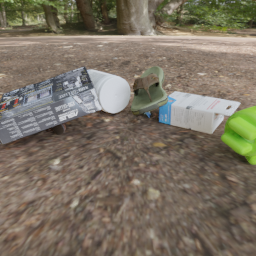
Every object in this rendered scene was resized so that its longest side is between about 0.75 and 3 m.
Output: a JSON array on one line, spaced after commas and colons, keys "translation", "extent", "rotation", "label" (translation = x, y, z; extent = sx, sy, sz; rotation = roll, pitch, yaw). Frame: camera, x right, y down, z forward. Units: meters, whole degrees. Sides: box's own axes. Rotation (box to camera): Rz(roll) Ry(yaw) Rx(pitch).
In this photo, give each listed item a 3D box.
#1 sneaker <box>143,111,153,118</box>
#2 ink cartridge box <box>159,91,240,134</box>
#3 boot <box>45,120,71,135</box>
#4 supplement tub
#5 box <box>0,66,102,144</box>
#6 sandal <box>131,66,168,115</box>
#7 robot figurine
[{"translation": [0.443, -0.556, 9.179], "extent": [0.412, 0.359, 0.917], "rotation": [-48, 50, -2], "label": "sneaker"}, {"translation": [2.086, -0.456, 8.271], "extent": [2.063, 0.688, 1.195], "rotation": [15, 30, 30], "label": "ink cartridge box"}, {"translation": [-1.595, -0.347, 7.867], "extent": [1.374, 0.441, 1.281], "rotation": [-32, 25, -31], "label": "boot"}, {"translation": [-0.920, -1.305, 9.690], "extent": [1.244, 1.244, 1.885], "rotation": [-14, 25, -31], "label": "supplement tub"}, {"translation": [-2.117, -0.726, 7.492], "extent": [2.570, 0.639, 2.027], "rotation": [-20, 31, -6], "label": "box"}, {"translation": [0.535, -1.268, 8.456], "extent": [1.122, 0.806, 2.825], "rotation": [-21, 31, 17], "label": "sandal"}, {"translation": [2.750, 0.025, 5.962], "extent": [1.673, 1.468, 0.968], "rotation": [-13, 40, -36], "label": "robot figurine"}]
